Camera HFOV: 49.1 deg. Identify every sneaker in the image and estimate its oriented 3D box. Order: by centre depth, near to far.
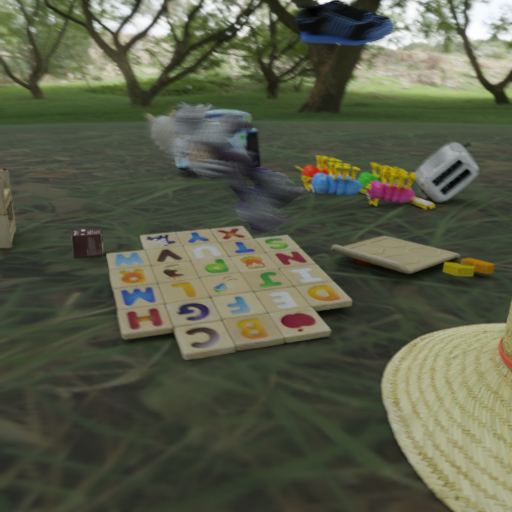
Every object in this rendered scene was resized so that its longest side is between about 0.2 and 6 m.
[{"bbox_3d":[1.851,-5.021,11.920,2.041,0.795,0.716,6,57,21],"label":"sneaker"}]

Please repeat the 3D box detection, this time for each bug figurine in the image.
[{"bbox_3d":[2.654,-2.021,15.245,3.062,1.016,3.949,6,13,-1],"label":"bug figurine"}]

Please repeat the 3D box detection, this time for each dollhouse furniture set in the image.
[{"bbox_3d":[-5.854,-0.898,10.903,1.955,1.370,1.378,-6,18,-18],"label":"dollhouse furniture set"}]

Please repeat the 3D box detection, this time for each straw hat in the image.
[{"bbox_3d":[3.284,0.673,4.855,4.566,1.932,4.566,0,17,0],"label":"straw hat"}]

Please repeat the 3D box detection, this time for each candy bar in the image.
[{"bbox_3d":[4.139,-1.446,14.764,0.384,0.170,1.539,-9,19,-16],"label":"candy bar"}]

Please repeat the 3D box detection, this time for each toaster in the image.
[{"bbox_3d":[5.138,-2.231,14.944,1.837,1.044,1.187,-40,11,22],"label":"toaster"}]

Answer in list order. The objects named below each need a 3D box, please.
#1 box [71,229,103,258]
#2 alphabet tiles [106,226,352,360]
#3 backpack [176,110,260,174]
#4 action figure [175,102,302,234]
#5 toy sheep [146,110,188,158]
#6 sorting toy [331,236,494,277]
[{"bbox_3d":[-3.104,-0.231,10.337,0.529,0.434,0.439,-4,17,-13],"label":"box"},{"bbox_3d":[-0.525,0.320,8.248,3.097,0.118,3.722,-6,25,-17],"label":"alphabet tiles"},{"bbox_3d":[-1.379,-4.012,19.725,2.935,2.157,2.686,-5,11,2],"label":"backpack"},{"bbox_3d":[-0.239,-0.937,5.511,0.526,1.517,0.987,-17,39,43],"label":"action figure"},{"bbox_3d":[-1.741,-2.496,11.514,1.222,0.842,0.842,38,18,-4],"label":"toy sheep"},{"bbox_3d":[2.682,0.088,9.618,1.736,0.312,2.331,-9,19,-40],"label":"sorting toy"}]
